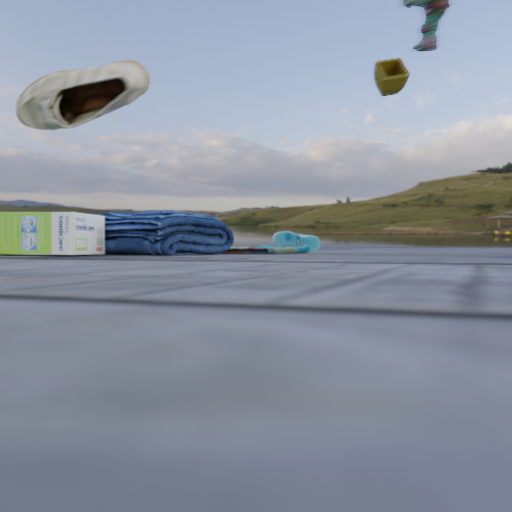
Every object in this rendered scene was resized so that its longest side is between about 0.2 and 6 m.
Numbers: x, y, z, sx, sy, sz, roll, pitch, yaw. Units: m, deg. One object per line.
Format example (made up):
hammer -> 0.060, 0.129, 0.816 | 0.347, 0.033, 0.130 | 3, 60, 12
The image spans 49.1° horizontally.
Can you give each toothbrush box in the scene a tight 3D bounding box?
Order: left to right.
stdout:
toothbrush box -> -3.905, -0.396, 10.288 | 1.834, 0.790, 1.336 | -1, 0, 9

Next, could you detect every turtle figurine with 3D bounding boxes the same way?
turtle figurine -> 2.784, -4.040, 9.092 | 0.659, 1.308, 0.979 | 10, 17, 42

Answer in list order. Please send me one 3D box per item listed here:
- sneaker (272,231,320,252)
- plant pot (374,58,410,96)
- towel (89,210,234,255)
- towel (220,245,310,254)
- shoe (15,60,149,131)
sneaker -> 1.008, -0.397, 16.414 | 1.489, 0.592, 0.972 | 10, -1, -24
plant pot -> 3.022, -4.004, 12.706 | 0.618, 0.623, 0.637 | -11, -32, -8
towel -> -2.391, -0.478, 11.734 | 3.718, 0.902, 2.076 | 1, 1, 41
towel -> 0.212, -0.147, 12.776 | 1.406, 0.208, 1.917 | 0, 1, 33
shoe -> -3.388, -2.970, 10.473 | 2.827, 0.989, 0.755 | -13, 32, 17
